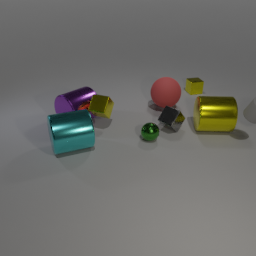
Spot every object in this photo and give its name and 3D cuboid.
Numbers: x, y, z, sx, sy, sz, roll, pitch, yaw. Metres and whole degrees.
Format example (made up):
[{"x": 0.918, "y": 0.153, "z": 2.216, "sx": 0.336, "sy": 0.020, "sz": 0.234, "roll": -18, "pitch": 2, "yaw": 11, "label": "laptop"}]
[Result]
[{"x": 3.415, "y": -0.556, "z": 11.085, "sx": 1.400, "sy": 1.400, "sz": 1.400, "roll": 1, "pitch": 29, "yaw": 2, "label": "cylinder"}, {"x": 1.744, "y": -0.361, "z": 11.194, "sx": 0.700, "sy": 0.700, "sz": 0.700, "roll": 28, "pitch": 83, "yaw": 36, "label": "cube"}, {"x": 4.532, "y": -0.622, "z": 9.798, "sx": 0.700, "sy": 0.700, "sz": 0.700, "roll": 8, "pitch": 52, "yaw": -11, "label": "cylinder"}, {"x": 1.733, "y": -1.630, "z": 12.841, "sx": 1.400, "sy": 1.400, "sz": 1.400, "roll": 0, "pitch": 29, "yaw": 0, "label": "ball"}, {"x": 0.831, "y": 0.138, "z": 10.532, "sx": 0.700, "sy": 0.700, "sz": 0.700, "roll": 0, "pitch": 29, "yaw": 0, "label": "ball"}, {"x": 3.520, "y": -2.223, "z": 14.847, "sx": 0.700, "sy": 0.700, "sz": 0.700, "roll": -7, "pitch": 30, "yaw": -12, "label": "cube"}, {"x": -2.019, "y": 0.123, "z": 9.870, "sx": 1.400, "sy": 1.400, "sz": 1.400, "roll": -11, "pitch": 31, "yaw": -19, "label": "cylinder"}, {"x": -1.042, "y": -0.851, "z": 11.040, "sx": 0.700, "sy": 0.700, "sz": 0.700, "roll": 11, "pitch": -13, "yaw": 18, "label": "cube"}, {"x": -2.096, "y": -0.885, "z": 11.684, "sx": 1.400, "sy": 1.400, "sz": 1.400, "roll": 24, "pitch": 37, "yaw": 36, "label": "cylinder"}]
